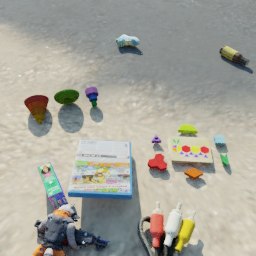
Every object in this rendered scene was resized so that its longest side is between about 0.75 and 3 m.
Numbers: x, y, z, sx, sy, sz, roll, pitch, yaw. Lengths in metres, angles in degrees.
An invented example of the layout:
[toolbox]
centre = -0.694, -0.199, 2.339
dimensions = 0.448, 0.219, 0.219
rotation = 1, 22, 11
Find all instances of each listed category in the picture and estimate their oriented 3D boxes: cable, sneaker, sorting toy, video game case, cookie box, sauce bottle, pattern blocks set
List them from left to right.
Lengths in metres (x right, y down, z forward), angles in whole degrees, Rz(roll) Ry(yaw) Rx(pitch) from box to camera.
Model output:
[cookie box]
centre = -2.079, 1.649, 7.799
dimensions = 0.408, 0.928, 1.085
rotation = -24, 50, -17
[sorting toy]
centre = -2.385, -0.794, 10.371
dimensions = 2.742, 0.951, 0.944
rotation = -12, 71, -8
[video game case]
centre = -0.726, 1.110, 8.151
dimensions = 1.665, 0.207, 2.326
rotation = 3, 33, -3
[sneaker]
centre = -0.065, -4.145, 13.657
dimensions = 1.201, 0.478, 0.784
rotation = 24, 48, 33
[cable]
centre = 0.782, 3.089, 6.520
dimensions = 1.429, 0.741, 2.943
rotation = 12, 46, 6
[pattern blocks set]
centre = 1.992, 0.724, 9.175
dimensions = 2.498, 0.202, 2.196
rotation = 9, 47, 8
[sauce bottle]
centre = 4.892, -3.308, 12.875
dimensions = 0.463, 0.463, 1.432
rotation = -30, 56, -26

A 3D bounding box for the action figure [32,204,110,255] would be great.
[action figure]
centre = -1.493, 2.770, 6.697
dimensions = 2.018, 1.056, 1.952
rotation = 5, 55, 4
